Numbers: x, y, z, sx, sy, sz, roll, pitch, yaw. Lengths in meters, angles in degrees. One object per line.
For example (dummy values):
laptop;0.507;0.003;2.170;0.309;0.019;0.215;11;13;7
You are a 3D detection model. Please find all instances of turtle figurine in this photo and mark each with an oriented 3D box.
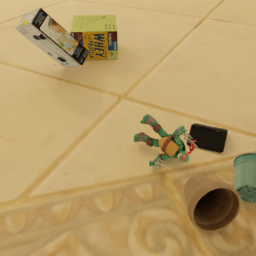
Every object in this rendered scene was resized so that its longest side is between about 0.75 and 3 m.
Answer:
turtle figurine;0.887;0.402;6.502;1.598;1.196;0.805;37;8;33

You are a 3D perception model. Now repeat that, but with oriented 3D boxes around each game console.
game console;2.063;0.233;7.257;0.914;0.532;0.804;13;10;19

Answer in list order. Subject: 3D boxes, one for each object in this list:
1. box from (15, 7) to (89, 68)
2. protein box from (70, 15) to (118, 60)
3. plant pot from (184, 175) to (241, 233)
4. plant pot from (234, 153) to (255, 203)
box;-2.510;-2.942;9.429;1.256;2.154;0.648;11;70;45
protein box;-1.315;-3.641;11.216;1.738;1.172;1.725;-3;41;-4
plant pot;1.477;1.314;5.303;0.973;0.973;0.848;-8;20;-10
plant pot;2.543;1.057;5.760;0.791;0.791;0.775;14;49;17
